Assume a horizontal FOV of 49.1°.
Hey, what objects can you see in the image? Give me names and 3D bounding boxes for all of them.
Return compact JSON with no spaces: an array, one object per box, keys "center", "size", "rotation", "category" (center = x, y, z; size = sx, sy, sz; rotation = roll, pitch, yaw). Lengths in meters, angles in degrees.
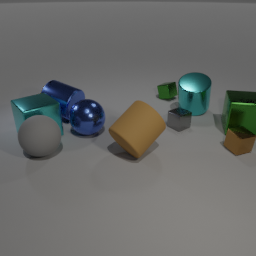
[{"center":[0.305,0.039,9.365],"size":[1.400,1.400,1.400],"rotation":[-47,45,-13],"category":"cylinder"},{"center":[4.588,-0.581,11.110],"size":[1.400,1.400,1.400],"rotation":[5,28,9],"category":"cube"},{"center":[2.097,-0.362,11.457],"size":[0.700,0.700,0.700],"rotation":[-20,34,-33],"category":"cube"},{"center":[-2.795,-1.194,12.035],"size":[1.400,1.400,1.400],"rotation":[22,33,17],"category":"cylinder"},{"center":[-2.975,0.263,9.467],"size":[1.400,1.400,1.400],"rotation":[0,28,0],"category":"ball"},{"center":[-3.466,-0.381,10.726],"size":[1.400,1.400,1.400],"rotation":[-20,33,-32],"category":"cube"},{"center":[2.949,-1.510,12.475],"size":[1.400,1.400,1.400],"rotation":[-5,47,6],"category":"cylinder"},{"center":[2.007,-1.910,14.229],"size":[0.700,0.700,0.700],"rotation":[3,23,44],"category":"cube"},{"center":[3.921,0.441,9.843],"size":[0.700,0.700,0.700],"rotation":[-9,33,-21],"category":"cube"},{"center":[-1.568,-0.419,10.813],"size":[1.400,1.400,1.400],"rotation":[0,28,0],"category":"ball"}]
